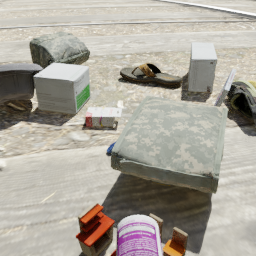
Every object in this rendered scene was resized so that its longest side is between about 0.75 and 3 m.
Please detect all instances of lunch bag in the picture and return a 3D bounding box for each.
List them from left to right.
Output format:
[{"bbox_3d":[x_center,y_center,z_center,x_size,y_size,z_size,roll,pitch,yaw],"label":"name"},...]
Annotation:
[{"bbox_3d":[-3.326,-3.607,13.723,2.010,1.670,2.397,26,41,36],"label":"lunch bag"},{"bbox_3d":[1.135,0.495,7.001,2.389,1.713,2.913,11,28,18],"label":"lunch bag"}]

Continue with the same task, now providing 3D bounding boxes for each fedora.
[{"bbox_3d":[-4.346,-1.599,10.457,2.424,1.237,2.741,-14,9,-36],"label":"fedora"}]

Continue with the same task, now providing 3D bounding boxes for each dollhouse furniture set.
[{"bbox_3d":[-0.057,2.187,4.931,1.829,0.952,1.849,22,38,31],"label":"dollhouse furniture set"}]

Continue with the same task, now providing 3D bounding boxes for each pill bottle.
[{"bbox_3d":[0.181,2.086,4.302,0.747,0.747,1.331,-1,32,-1],"label":"pill bottle"}]

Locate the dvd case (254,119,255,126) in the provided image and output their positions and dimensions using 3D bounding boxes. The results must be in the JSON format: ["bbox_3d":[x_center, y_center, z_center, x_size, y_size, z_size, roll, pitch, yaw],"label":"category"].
[{"bbox_3d":[5.234,-0.177,9.516,1.754,0.216,2.458,7,32,12],"label":"dvd case"}]

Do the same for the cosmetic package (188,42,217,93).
[{"bbox_3d":[3.299,-2.790,12.586,1.086,1.511,2.677,5,30,11],"label":"cosmetic package"}]

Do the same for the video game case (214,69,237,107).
[{"bbox_3d":[3.236,-1.117,9.653,0.170,1.477,1.346,26,49,10],"label":"video game case"}]

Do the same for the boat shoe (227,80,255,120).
[{"bbox_3d":[4.154,-1.048,10.141,0.897,0.975,2.730,-9,28,-8],"label":"boat shoe"}]

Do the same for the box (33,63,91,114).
[{"bbox_3d":[-2.422,-1.534,10.621,1.597,1.368,1.589,8,32,12],"label":"box"}]

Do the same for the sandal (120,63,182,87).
[{"bbox_3d":[1.053,-2.522,12.789,2.930,0.800,1.197,15,35,23],"label":"sandal"}]

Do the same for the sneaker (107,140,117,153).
[{"bbox_3d":[-0.288,0.530,8.304,0.754,0.294,0.264,-42,23,-18],"label":"sneaker"}]

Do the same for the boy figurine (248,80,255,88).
[{"bbox_3d":[5.697,-1.405,11.006,2.417,0.779,1.503,4,33,8],"label":"boy figurine"}]

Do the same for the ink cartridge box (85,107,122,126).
[{"bbox_3d":[-0.818,-0.387,9.681,1.193,0.403,0.695,1,31,4],"label":"ink cartridge box"}]
